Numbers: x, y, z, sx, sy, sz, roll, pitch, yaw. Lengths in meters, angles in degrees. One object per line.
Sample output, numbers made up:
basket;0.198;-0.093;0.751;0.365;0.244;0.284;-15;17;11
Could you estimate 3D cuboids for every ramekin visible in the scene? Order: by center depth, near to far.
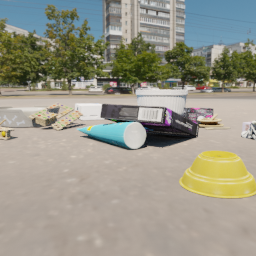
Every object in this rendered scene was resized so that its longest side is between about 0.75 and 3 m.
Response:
ramekin;1.900;-1.418;16.001;2.939;1.542;2.939;1;8;0

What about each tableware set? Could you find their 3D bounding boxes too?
tableware set;2.704;-0.285;11.484;2.513;0.504;1.661;-1;8;-9

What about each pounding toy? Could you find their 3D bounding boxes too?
pounding toy;-4.059;0.021;8.780;1.067;0.612;0.610;6;5;33

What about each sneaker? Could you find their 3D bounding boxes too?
sneaker;3.903;0.034;8.719;0.381;0.621;0.955;0;8;-8

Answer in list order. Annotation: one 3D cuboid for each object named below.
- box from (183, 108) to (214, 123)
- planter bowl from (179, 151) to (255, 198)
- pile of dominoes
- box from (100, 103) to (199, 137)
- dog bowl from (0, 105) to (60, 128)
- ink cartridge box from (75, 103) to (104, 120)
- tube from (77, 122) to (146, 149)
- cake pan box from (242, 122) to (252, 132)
box;3.233;-0.580;12.954;1.228;0.704;0.811;2;6;2
planter bowl;1.457;0.664;4.510;1.232;0.513;1.232;0;8;0
pile of dominoes;-2.861;-0.611;11.438;1.571;0.321;2.016;19;29;17
box;0.769;-0.191;8.448;1.979;0.500;2.769;6;-5;33
dog bowl;-4.369;-0.542;12.345;2.688;0.788;2.688;0;9;0
ink cartridge box;-2.024;-0.892;14.962;1.345;0.789;1.837;-2;7;-19
tube;-0.517;0.146;8.244;1.049;0.682;2.708;11;-4;-32
cake pan box;5.040;0.032;9.556;1.488;0.423;1.616;-6;10;-26
